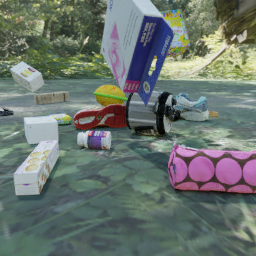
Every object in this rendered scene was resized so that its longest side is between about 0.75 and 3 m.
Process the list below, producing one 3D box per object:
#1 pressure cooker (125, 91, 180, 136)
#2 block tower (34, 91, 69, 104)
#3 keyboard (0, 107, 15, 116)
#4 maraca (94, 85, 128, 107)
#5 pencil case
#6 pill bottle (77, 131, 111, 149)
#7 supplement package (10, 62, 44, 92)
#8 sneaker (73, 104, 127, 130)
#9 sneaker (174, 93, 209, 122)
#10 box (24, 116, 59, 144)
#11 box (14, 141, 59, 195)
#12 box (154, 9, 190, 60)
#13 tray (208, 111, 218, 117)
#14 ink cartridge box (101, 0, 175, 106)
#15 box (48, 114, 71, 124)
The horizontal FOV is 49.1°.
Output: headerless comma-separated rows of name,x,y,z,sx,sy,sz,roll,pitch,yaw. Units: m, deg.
pressure cooker,0.927,-0.550,9.715,1.747,1.560,1.536,7,35,22
block tower,-5.020,-2.016,18.578,0.679,0.635,2.350,10,16,41
keyboard,-6.463,-0.874,14.238,1.637,0.324,0.852,10,16,34
maraca,-0.768,-1.745,15.940,2.423,1.296,1.661,12,8,8
pencil case,1.789,0.772,5.450,1.967,0.922,0.893,2,6,3
pill bottle,-0.993,0.347,8.291,0.933,0.520,0.520,2,13,5
supplement package,-3.707,-1.886,10.342,1.048,0.574,0.596,31,58,20
sneaker,-1.017,-0.577,11.471,2.507,0.982,1.448,-2,14,-16
sneaker,2.311,-1.036,12.905,2.765,1.194,1.073,4,13,17
box,-2.906,0.038,9.329,0.951,0.664,1.249,-5,14,-23
box,-1.997,0.806,6.374,0.487,0.455,2.350,-1,13,-4
box,1.207,-3.209,9.712,1.408,1.356,0.859,-11,-7,-13
tray,3.670,-0.656,13.502,1.157,0.214,0.571,-3,13,-12
ink cartridge box,0.059,-2.374,7.883,0.579,2.627,2.675,-13,57,-23
box,-2.921,-0.372,12.024,0.750,0.309,1.278,-7,16,-27
